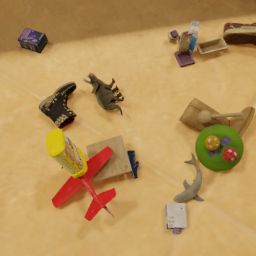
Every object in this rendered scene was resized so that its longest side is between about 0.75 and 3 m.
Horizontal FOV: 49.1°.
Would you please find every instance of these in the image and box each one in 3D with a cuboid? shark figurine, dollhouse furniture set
[{"bbox_3d":[2.447,1.914,10.163,1.111,0.776,1.860,19,68,7],"label":"shark figurine"},{"bbox_3d":[3.209,-4.188,12.458,2.352,1.670,1.864,-15,66,-7],"label":"dollhouse furniture set"}]

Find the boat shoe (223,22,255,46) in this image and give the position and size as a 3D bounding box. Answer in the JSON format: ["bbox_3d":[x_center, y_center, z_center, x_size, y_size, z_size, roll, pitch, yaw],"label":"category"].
[{"bbox_3d":[5.916,-4.459,12.962,2.971,1.072,1.069,4,66,9],"label":"boat shoe"}]

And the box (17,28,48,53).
[{"bbox_3d":[-4.403,-4.061,13.013,1.074,0.560,0.795,18,66,9],"label":"box"}]

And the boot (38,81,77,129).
[{"bbox_3d":[-2.579,-0.933,11.500,1.845,0.675,1.389,-39,70,-12],"label":"boot"}]

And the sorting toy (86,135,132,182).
[{"bbox_3d":[-0.708,1.186,10.563,1.429,0.500,1.437,-17,67,1],"label":"sorting toy"}]

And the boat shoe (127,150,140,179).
[{"bbox_3d":[0.243,1.334,10.574,0.394,0.483,1.148,-11,68,-6],"label":"boat shoe"}]

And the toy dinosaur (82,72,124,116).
[{"bbox_3d":[-0.865,-1.302,11.710,1.203,0.906,2.353,-28,74,0],"label":"toy dinosaur"}]

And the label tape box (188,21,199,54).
[{"bbox_3d":[2.937,-4.120,12.855,0.414,0.898,1.253,12,66,6],"label":"label tape box"}]

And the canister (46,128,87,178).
[{"bbox_3d":[-2.033,0.843,9.304,0.657,1.518,1.127,-28,49,3],"label":"canister"}]

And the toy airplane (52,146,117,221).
[{"bbox_3d":[-1.448,2.000,9.736,2.952,0.543,2.952,-9,63,18],"label":"toy airplane"}]

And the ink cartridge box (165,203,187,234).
[{"bbox_3d":[1.669,3.154,9.777,0.669,0.375,0.981,0,63,0],"label":"ink cartridge box"}]

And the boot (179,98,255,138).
[{"bbox_3d":[3.587,-0.546,11.179,2.402,0.794,2.104,32,70,10],"label":"boot"}]

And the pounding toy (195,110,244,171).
[{"bbox_3d":[3.364,0.479,10.186,1.763,1.060,2.284,2,88,12],"label":"pounding toy"}]
